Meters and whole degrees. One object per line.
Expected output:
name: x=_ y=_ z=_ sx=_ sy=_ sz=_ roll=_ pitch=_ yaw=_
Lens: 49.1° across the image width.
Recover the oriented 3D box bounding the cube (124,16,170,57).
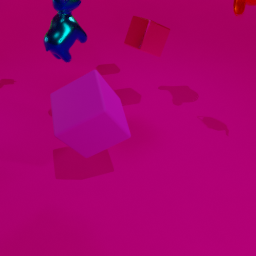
cube: x=0.478 y=-2.330 z=7.146 sx=0.741 sy=0.741 sz=0.741 roll=6 pitch=22 yaw=-39

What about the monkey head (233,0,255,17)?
monkey head: x=2.625 y=-3.276 z=5.884 sx=1.252 sy=1.741 sz=1.049 roll=31 pitch=21 yaw=-25

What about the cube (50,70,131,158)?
cube: x=-0.677 y=-0.223 z=5.060 sx=0.988 sy=0.988 sz=0.988 roll=-26 pitch=53 yaw=13

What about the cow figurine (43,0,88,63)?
cow figurine: x=-1.459 y=-2.277 z=6.091 sx=0.739 sy=1.324 sz=1.346 roll=27 pitch=78 yaw=34
